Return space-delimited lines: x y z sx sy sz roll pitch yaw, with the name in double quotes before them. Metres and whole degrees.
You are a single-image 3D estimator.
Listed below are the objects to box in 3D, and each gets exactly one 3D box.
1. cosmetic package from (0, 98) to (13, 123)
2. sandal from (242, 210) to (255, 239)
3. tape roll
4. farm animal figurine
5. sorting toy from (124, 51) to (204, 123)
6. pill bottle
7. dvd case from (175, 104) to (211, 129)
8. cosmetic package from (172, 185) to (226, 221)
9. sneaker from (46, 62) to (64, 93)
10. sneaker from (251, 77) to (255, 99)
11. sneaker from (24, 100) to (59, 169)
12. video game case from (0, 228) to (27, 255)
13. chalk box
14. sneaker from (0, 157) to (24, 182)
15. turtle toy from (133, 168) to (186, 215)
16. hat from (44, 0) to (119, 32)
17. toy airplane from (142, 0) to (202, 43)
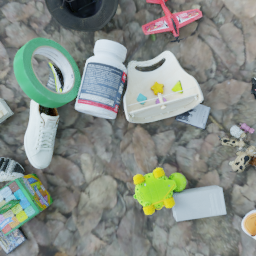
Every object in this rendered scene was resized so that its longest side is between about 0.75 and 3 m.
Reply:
"cosmetic package" -5.536 -0.459 11.219 1.553 0.568 0.804 -37 88 -1
"sandal" 5.939 4.255 10.816 3.047 0.873 1.167 31 87 2
"tape roll" -2.901 -2.041 10.381 0.612 2.548 2.548 -20 87 37
"farm animal figurine" 4.486 0.754 10.981 1.450 0.903 1.795 -18 87 -1
"sorting toy" 1.131 -1.699 10.944 2.833 1.514 2.551 -15 77 5
"pill bottle" -0.938 -1.838 10.731 1.631 1.631 2.728 13 86 1
"dvd case" 2.648 -0.586 11.429 1.235 0.153 0.928 19 87 1
"cosmetic package" 2.693 2.913 10.915 1.974 0.890 1.054 -7 86 3
"sneaker" -3.038 -1.854 11.292 0.661 0.604 1.634 -17 86 2
"sneaker" 5.174 -1.598 11.400 0.400 0.346 0.914 -25 87 4
"sneaker" -3.243 0.097 10.693 1.077 1.253 2.959 0 86 -40
"video game case" -4.734 4.317 11.183 0.978 0.138 1.082 -38 88 -2
"chalk box" -3.955 2.726 10.132 1.491 2.388 1.480 -35 88 -2
"sneaker" -5.484 1.774 10.998 2.746 1.032 1.113 7 114 -6
"turtle toy" 1.231 2.329 10.787 2.126 1.075 1.549 -19 80 2
"hat" -1.817 -4.927 11.143 2.974 1.200 2.974 0 81 -2
"toy airplane" 1.592 -4.669 11.466 2.607 0.480 2.607 1 85 -5
